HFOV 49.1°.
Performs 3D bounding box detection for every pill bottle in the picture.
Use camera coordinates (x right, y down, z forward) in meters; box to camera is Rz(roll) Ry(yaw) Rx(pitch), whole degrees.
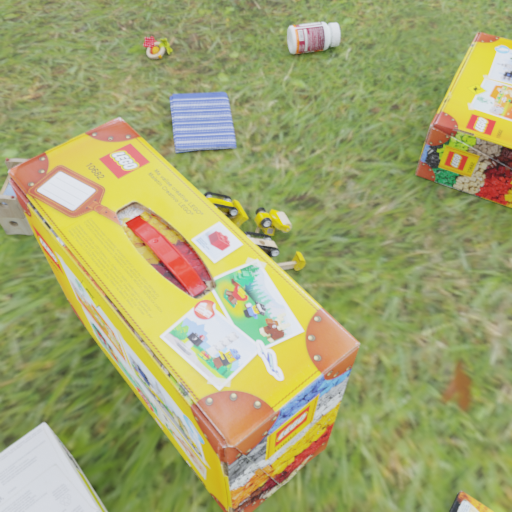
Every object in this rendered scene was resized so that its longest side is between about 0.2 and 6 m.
[{"bbox_3d":[1.395,-5.303,13.599,1.189,0.651,0.651,-9,54,-7],"label":"pill bottle"}]

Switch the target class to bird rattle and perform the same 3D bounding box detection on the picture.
[{"bbox_3d":[-2.448,-5.056,13.615,0.730,0.411,0.595,12,70,12],"label":"bird rattle"}]

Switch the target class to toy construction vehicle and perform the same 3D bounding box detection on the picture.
[{"bbox_3d":[-0.066,-0.356,9.726,1.683,0.593,1.465,7,37,-35],"label":"toy construction vehicle"}]

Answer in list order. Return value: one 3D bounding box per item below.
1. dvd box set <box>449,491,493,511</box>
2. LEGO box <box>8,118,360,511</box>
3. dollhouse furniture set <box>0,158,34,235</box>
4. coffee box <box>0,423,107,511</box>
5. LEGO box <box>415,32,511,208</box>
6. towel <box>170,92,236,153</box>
[{"bbox_3d":[2.970,3.732,7.160,1.177,0.173,0.861,31,60,21],"label":"dvd box set"},{"bbox_3d":[-1.021,0.862,7.357,1.697,3.275,4.397,-34,61,-23],"label":"LEGO box"},{"bbox_3d":[-3.870,-1.065,10.216,1.435,1.006,1.011,3,53,2],"label":"dollhouse furniture set"},{"bbox_3d":[-2.672,3.178,6.845,1.342,1.329,1.344,-35,61,-23],"label":"coffee box"},{"bbox_3d":[5.087,-2.748,11.251,2.591,1.343,3.480,23,57,16],"label":"LEGO box"},{"bbox_3d":[-1.174,-2.910,12.138,1.302,0.215,1.799,-5,55,-7],"label":"towel"}]
